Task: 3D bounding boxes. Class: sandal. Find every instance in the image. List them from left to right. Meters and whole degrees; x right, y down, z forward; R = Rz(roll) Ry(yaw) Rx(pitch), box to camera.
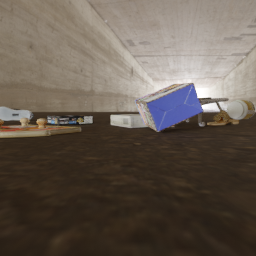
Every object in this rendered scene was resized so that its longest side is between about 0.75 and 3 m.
[{"bbox_3d":[3.463,-0.400,10.197,1.615,0.531,0.592,-3,8,-35],"label":"sandal"}]

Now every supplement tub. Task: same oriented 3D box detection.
[{"bbox_3d":[5.934,-0.964,14.740,1.427,1.032,1.032,-4,6,-44],"label":"supplement tub"}]

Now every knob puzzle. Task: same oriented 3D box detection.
[{"bbox_3d":[-2.656,-0.045,6.543,2.574,0.357,2.574,0,4,0],"label":"knob puzzle"}]

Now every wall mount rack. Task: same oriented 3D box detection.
[{"bbox_3d":[2.418,-0.605,10.421,2.883,1.075,2.505,3,9,39],"label":"wall mount rack"}]

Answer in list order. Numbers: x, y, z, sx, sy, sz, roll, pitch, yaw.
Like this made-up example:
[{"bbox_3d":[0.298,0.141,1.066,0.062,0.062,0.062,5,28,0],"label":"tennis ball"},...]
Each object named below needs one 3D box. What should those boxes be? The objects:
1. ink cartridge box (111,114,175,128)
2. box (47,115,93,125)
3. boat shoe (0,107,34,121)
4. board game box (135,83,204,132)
[{"bbox_3d":[0.431,-0.253,9.279,1.560,0.396,1.770,-2,5,-22],"label":"ink cartridge box"},{"bbox_3d":[-2.199,-0.311,10.590,1.355,0.339,1.366,-1,4,-31],"label":"box"},{"bbox_3d":[-5.452,-0.660,13.521,1.877,0.656,0.622,1,-4,6],"label":"boat shoe"},{"bbox_3d":[0.997,-0.582,7.303,1.261,0.766,1.582,-23,10,-4],"label":"board game box"}]
